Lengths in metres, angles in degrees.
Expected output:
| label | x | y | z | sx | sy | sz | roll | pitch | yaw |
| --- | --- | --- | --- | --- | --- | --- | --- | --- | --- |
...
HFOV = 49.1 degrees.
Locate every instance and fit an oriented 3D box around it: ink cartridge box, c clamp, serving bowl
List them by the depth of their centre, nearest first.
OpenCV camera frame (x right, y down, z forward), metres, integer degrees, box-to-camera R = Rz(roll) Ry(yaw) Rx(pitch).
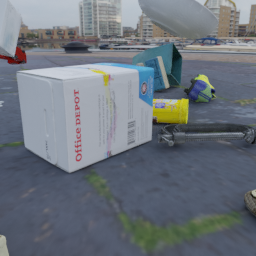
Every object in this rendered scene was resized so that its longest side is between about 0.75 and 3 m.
| label | x | y | z | sx | sy | sz | roll | pitch | yaw |
| --- | --- | --- | --- | --- | --- | --- | --- | --- | --- |
| ink cartridge box | -0.907 | -0.451 | 6.532 | 1.852 | 1.861 | 2.537 | 18 | 25 | 41 |
| c clamp | 2.019 | 0.177 | 7.011 | 2.844 | 0.385 | 2.429 | -3 | 9 | -9 |
| serving bowl | 1.479 | -3.697 | 9.252 | 2.868 | 0.943 | 2.868 | 27 | 14 | -7 |

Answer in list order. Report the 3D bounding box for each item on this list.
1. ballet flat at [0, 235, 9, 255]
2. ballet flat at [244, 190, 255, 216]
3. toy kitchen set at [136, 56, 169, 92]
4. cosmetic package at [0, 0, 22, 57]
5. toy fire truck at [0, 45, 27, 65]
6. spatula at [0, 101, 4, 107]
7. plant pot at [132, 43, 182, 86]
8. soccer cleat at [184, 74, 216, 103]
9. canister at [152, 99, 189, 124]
| label | x | y | z | sx | sy | sz | roll | pitch | yaw |
| --- | --- | --- | --- | --- | --- | --- | --- | --- | --- |
| ballet flat | -2.189 | 1.243 | 3.391 | 2.080 | 0.722 | 0.722 | 11 | 21 | 29 |
| ballet flat | 2.474 | 1.261 | 3.639 | 0.703 | 0.484 | 2.087 | -10 | 21 | -27 |
| toy kitchen set | 0.207 | -2.130 | 12.935 | 2.557 | 1.507 | 2.049 | -12 | 9 | 36 |
| cosmetic package | -2.751 | -2.136 | 5.937 | 0.597 | 0.968 | 0.971 | 11 | 0 | -6 |
| toy fire truck | -3.466 | -1.978 | 7.396 | 1.064 | 0.368 | 1.509 | -6 | -1 | 3 |
| spatula | -5.469 | -0.903 | 10.649 | 1.342 | 0.108 | 0.933 | -6 | 19 | -16 |
| plant pot | 1.415 | -3.083 | 14.286 | 2.272 | 1.606 | 1.605 | -1 | -13 | 27 |
| soccer cleat | 3.158 | -1.584 | 11.853 | 1.238 | 0.957 | 2.960 | 35 | 23 | 9 |
| canister | 1.067 | -0.538 | 8.698 | 1.539 | 0.666 | 1.143 | 3 | 18 | 14 |
